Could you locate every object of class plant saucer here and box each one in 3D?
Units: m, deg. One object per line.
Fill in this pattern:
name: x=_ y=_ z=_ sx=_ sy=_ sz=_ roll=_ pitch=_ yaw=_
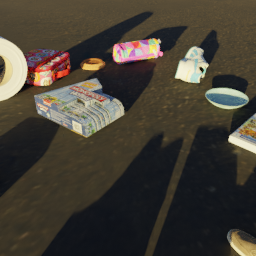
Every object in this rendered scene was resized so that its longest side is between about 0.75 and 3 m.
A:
plant saucer: x=3.545 y=-1.017 z=10.138 sx=1.493 sy=0.287 sz=1.493 roll=0 pitch=32 yaw=0
plant saucer: x=-1.697 y=-3.103 z=13.476 sx=1.195 sy=0.224 sz=1.195 roll=-1 pitch=33 yaw=0

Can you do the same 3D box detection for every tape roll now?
tape roll: x=-4.882 y=-2.140 z=10.026 sx=2.326 sy=2.326 sz=0.814 roll=-26 pitch=41 yaw=-34

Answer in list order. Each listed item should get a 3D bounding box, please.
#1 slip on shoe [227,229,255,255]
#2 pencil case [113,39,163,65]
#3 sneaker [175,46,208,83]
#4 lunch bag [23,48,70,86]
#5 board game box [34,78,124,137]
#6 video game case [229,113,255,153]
slip on shoe: x=2.359 y=2.209 z=4.975 sx=0.479 sy=0.382 sz=1.260 roll=-19 pitch=37 yaw=-27
pencil case: x=0.479 y=-3.803 z=13.861 sx=2.408 sy=1.064 sz=1.064 roll=-16 pitch=36 yaw=-22
sneaker: x=2.946 y=-2.731 z=12.311 sx=1.093 sy=1.036 sz=2.707 roll=23 pitch=42 yaw=14
lunch bag: x=-3.577 y=-2.638 z=12.144 sx=2.107 sy=0.980 sz=2.392 roll=12 pitch=35 yaw=10
board game box: x=-1.412 y=-0.880 z=9.497 sx=2.389 sy=0.737 sz=2.387 roll=22 pitch=39 yaw=31
video game case: x=4.531 y=0.136 z=8.366 sx=1.930 sy=0.243 sz=2.695 roll=28 pitch=42 yaw=35
